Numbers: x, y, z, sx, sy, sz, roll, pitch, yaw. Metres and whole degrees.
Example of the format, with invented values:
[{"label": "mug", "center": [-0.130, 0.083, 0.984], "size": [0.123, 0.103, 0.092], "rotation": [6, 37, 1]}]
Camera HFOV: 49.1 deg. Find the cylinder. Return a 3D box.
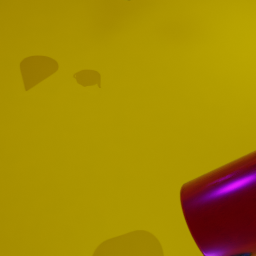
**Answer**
[{"label": "cylinder", "center": [1.682, 1.195, 4.176], "size": [1.337, 1.337, 1.337], "rotation": [-31, 68, 22]}]
